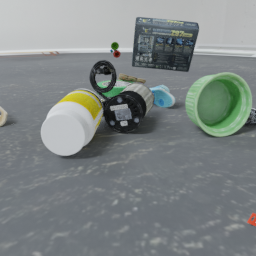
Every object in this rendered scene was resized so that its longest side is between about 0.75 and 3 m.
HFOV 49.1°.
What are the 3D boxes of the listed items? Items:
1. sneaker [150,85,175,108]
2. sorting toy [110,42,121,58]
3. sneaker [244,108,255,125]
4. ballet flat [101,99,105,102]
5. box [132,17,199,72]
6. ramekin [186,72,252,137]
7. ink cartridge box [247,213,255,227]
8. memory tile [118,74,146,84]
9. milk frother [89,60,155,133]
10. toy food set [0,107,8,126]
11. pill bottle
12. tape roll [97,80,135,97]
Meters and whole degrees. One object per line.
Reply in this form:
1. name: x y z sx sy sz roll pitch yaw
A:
1. sneaker: 1.862 -1.725 14.438 1.521 0.927 2.330 -17 27 -35
2. sorting toy: -0.635 -3.736 13.376 0.462 0.769 0.315 -15 27 -5
3. sneaker: 5.157 -0.379 11.228 1.010 0.669 1.774 -13 18 -30
4. ballet flat: -1.325 -1.140 13.481 0.518 0.475 1.508 9 22 17
5. box: 1.503 -3.490 11.834 2.579 2.034 0.658 5 46 0
6. ramekin: 3.286 -0.915 10.448 2.300 2.300 1.124 -5 13 -14
7. ink cartridge box: 2.891 1.907 5.660 0.801 0.202 0.437 17 26 35
8. memory tile: 0.213 -2.981 17.563 1.693 0.185 2.208 15 1 -3
9. milk frother: -0.211 -1.444 11.181 2.315 2.565 2.413 10 22 11
10. toy food set: -6.454 -0.486 11.211 2.718 0.821 1.950 -15 25 -34
11. pill bottle: -1.801 -0.271 9.499 1.614 1.614 2.825 1 20 4
12. tape roll: -0.667 -2.371 16.673 2.349 0.565 2.349 1 20 0
